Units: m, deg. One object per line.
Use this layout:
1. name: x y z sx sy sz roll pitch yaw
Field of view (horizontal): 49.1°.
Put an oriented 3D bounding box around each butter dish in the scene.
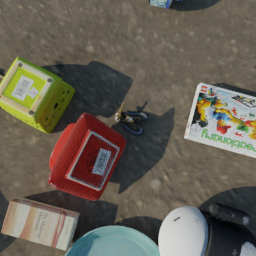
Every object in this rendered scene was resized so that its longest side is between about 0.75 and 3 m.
1. butter dish: -1.275 0.684 7.312 1.409 1.901 1.906 15 75 42

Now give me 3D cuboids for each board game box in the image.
1. board game box: 3.013 -0.151 7.829 2.531 0.438 1.598 15 85 1

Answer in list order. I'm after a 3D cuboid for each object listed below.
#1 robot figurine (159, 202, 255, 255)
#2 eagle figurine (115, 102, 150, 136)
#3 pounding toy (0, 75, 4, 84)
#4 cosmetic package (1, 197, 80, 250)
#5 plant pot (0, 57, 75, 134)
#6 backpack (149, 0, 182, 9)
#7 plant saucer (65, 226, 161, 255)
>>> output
1. robot figurine: 1.979 2.867 6.682 2.573 1.606 1.933 23 67 -10
2. eagle figurine: 0.089 -0.229 7.912 0.888 0.670 0.674 23 127 -26
3. pounding toy: -3.883 -1.222 7.995 1.004 0.523 1.142 -20 83 -3
4. cosmetic package: -2.256 2.489 7.363 1.725 0.753 0.892 13 82 2
5. plant pot: -2.543 -0.899 7.505 1.552 1.415 1.560 28 84 3
6. backpack: 1.216 -4.222 8.020 1.058 1.317 1.439 19 87 3
7. plant saucer: -0.346 3.999 7.271 2.926 0.526 2.926 0 83 -1
